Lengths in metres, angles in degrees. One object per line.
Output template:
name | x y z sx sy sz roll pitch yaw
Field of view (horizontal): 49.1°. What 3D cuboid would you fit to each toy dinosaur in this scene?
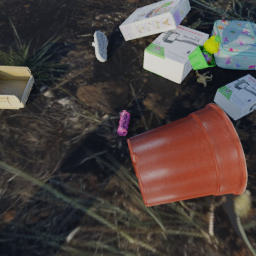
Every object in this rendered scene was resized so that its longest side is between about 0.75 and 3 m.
toy dinosaur | 3.358 -2.121 12.253 0.629 0.362 1.243 -19 45 5

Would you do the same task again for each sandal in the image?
sandal | -1.419 -3.944 13.490 0.505 0.836 2.054 -29 45 30

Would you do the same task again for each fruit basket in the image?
fruit basket | 2.772 -2.575 9.642 1.249 1.249 0.901 -24 90 -18

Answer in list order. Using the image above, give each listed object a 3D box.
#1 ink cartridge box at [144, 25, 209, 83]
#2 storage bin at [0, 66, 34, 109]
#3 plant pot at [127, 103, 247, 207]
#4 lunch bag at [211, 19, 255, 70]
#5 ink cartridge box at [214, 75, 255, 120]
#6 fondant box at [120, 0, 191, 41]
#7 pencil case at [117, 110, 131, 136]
ink cartridge box | 2.204 -3.484 12.760 1.912 1.104 2.629 27 56 20
storage bin | -4.977 -1.681 11.531 1.705 0.805 1.718 2 51 2
plant pot | 1.542 0.954 8.394 2.747 2.824 2.824 -15 53 -2
lunch bag | 5.205 -4.013 13.182 2.323 1.116 2.896 3 52 2
ink cartridge box | 4.593 -1.265 11.235 1.755 0.737 1.277 -26 56 -19
fondant box | 1.296 -5.343 13.597 2.884 0.840 2.081 -1 42 39
pencil case | -0.165 -0.188 10.574 0.433 0.447 0.953 4 52 4
